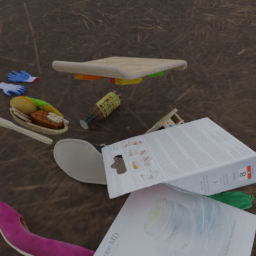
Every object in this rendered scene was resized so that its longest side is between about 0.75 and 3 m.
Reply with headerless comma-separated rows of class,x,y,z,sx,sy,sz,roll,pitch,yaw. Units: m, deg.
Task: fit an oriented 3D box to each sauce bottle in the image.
sauce bottle,-0.811,-0.548,8.589,0.523,0.523,1.617,26,52,23

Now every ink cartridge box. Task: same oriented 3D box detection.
ink cartridge box,0.891,0.706,5.770,2.691,0.675,2.182,-17,22,-3

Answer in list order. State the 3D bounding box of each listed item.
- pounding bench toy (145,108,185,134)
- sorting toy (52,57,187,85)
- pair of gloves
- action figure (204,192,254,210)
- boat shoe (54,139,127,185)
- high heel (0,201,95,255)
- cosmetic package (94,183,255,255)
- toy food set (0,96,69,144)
pounding bench toy,1.081,0.277,7.635,0.989,1.268,0.788,48,58,0
sorting toy,-0.161,-1.480,7.073,2.420,0.477,2.614,14,22,38
pair of gloves,-3.930,-1.597,9.879,1.109,0.157,1.379,14,46,14
action figure,2.360,1.735,6.429,1.283,0.351,0.758,-7,44,-17
boat shoe,-0.627,0.915,7.136,2.708,0.984,0.849,14,4,20
high heel,-1.669,2.136,5.608,1.173,0.823,2.445,-39,61,-20
cosmetic package,0.792,2.358,4.997,2.277,1.399,2.269,17,48,23
toy food set,-1.714,-0.259,5.410,1.209,0.351,1.751,23,12,-8
